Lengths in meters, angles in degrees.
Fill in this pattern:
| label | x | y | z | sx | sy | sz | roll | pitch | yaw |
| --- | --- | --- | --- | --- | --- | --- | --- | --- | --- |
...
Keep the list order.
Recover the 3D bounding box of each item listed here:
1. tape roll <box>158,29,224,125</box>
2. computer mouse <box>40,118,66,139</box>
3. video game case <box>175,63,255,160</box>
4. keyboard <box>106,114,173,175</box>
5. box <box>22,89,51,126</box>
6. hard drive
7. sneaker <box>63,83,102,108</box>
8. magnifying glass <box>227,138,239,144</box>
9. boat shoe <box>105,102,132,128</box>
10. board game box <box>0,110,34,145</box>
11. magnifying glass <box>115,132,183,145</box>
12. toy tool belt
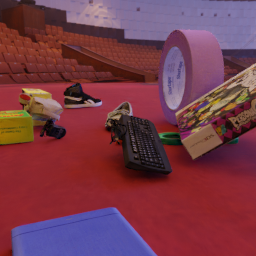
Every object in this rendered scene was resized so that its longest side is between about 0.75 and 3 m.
| label | x | y | z | sx | sy | sz | roll | pitch | yaw |
| --- | --- | --- | --- | --- | --- | --- | --- | --- | --- |
| tape roll | 1.848 | -1.565 | 8.865 | 0.958 | 2.919 | 2.919 | -1 | 11 | -12 |
| computer mouse | -1.854 | 0.038 | 6.986 | 0.199 | 0.523 | 0.755 | 32 | 3 | 33 |
| video game case | 2.262 | -0.557 | 6.012 | 2.568 | 0.507 | 2.833 | -33 | 7 | 14 |
| keyboard | 0.160 | 0.103 | 5.124 | 1.051 | 0.400 | 2.019 | 8 | 23 | -9 |
| box | -3.310 | -0.808 | 9.965 | 0.719 | 1.081 | 2.871 | -2 | 10 | -25 |
| hard drive | -0.286 | 1.141 | 2.161 | 1.084 | 0.209 | 1.644 | -5 | 12 | -24 |
| sneaker | -2.144 | -1.623 | 13.719 | 2.117 | 1.184 | 0.774 | -11 | 15 | -44 |
| magnifying glass | 2.237 | 0.189 | 7.214 | 0.549 | 0.154 | 1.379 | -5 | 12 | -25 |
| boat shoe | -0.232 | -0.390 | 8.781 | 0.767 | 0.667 | 2.080 | 2 | 11 | 12 |
| board game box | -3.793 | 0.026 | 6.716 | 2.717 | 0.647 | 1.380 | -6 | 12 | -26 |
| magnifying glass | 0.616 | 0.259 | 6.730 | 1.857 | 0.208 | 0.739 | -3 | 12 | -10 |
| toy tool belt | -2.621 | -0.451 | 8.198 | 1.303 | 0.801 | 0.814 | 13 | 21 | -37 |
